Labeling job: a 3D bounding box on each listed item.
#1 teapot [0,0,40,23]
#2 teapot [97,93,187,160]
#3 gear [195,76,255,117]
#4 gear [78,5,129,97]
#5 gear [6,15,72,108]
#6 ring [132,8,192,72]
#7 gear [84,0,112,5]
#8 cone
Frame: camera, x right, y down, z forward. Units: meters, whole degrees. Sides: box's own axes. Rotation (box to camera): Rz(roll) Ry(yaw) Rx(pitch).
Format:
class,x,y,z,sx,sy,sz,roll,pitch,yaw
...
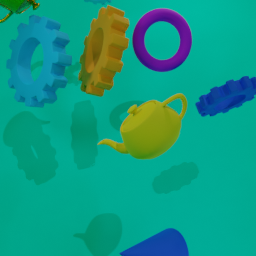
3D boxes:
class,x,y,z,sx,sy,sz,roll,pitch,yaw
teapot,-2.205,-2.946,5.900,1.855,1.153,0.908,-41,109,9
teapot,0.280,0.000,4.849,1.758,1.093,0.861,-35,110,20
gear,2.202,-0.665,6.198,1.372,1.372,0.254,-16,72,-6
gear,-0.655,-1.844,6.842,0.388,2.098,2.098,11,66,-28
gear,-2.091,-1.498,6.406,2.005,0.371,2.005,0,89,38
ring,0.885,-2.234,7.178,1.579,0.316,1.579,-1,99,-9
gear,-0.949,-3.761,7.753,1.086,1.086,0.201,8,89,3
cone,0.364,2.608,5.700,1.239,1.234,1.234,18,67,-26
